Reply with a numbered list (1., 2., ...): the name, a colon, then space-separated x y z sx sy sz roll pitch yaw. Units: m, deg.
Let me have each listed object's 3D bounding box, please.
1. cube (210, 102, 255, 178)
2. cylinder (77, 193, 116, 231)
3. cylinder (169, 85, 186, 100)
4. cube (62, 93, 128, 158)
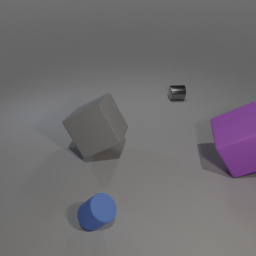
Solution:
1. cube: 3.442 0.358 8.298 1.400 1.400 1.400 -24 32 25
2. cylinder: -0.744 1.990 6.651 0.700 0.700 0.700 23 46 -26
3. cylinder: 2.337 -1.680 13.315 0.700 0.700 0.700 -2 30 -3
4. cube: -1.003 -0.106 9.136 1.400 1.400 1.400 -23 16 18
